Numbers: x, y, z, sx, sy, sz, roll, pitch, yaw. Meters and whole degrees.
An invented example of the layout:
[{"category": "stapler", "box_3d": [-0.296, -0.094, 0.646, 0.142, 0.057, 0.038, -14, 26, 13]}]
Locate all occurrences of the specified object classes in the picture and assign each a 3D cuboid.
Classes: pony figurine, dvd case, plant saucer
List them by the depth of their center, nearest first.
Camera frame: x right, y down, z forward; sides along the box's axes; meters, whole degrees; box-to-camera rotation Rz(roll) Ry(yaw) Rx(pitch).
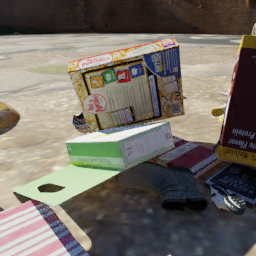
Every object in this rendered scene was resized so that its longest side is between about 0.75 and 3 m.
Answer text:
[{"category": "dvd case", "box_3d": [2.187, 1.015, 5.330, 1.253, 0.155, 0.942, -20, 29, -41]}, {"category": "pony figurine", "box_3d": [3.591, -0.794, 7.947, 2.216, 1.912, 2.296, -4, 24, 29]}, {"category": "plant saucer", "box_3d": [-4.514, -0.406, 8.458, 2.326, 0.412, 2.326, 0, 22, 0]}]

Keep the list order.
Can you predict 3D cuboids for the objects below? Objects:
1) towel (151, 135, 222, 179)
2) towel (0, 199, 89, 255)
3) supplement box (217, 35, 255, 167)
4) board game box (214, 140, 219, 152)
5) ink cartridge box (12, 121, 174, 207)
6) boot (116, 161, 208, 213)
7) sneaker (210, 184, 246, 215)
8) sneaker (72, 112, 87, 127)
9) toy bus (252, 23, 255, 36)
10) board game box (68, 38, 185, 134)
[{"category": "towel", "box_3d": [1.090, 0.553, 6.420, 1.836, 0.209, 1.322, 22, 28, 39]}, {"category": "towel", "box_3d": [-1.389, 1.667, 3.656, 1.356, 0.277, 1.853, -17, 31, -35]}, {"category": "supplement box", "box_3d": [2.972, -0.315, 5.216, 2.178, 2.208, 1.466, 11, 3, 16]}, {"category": "board game box", "box_3d": [2.883, 0.292, 7.036, 0.992, 0.222, 1.893, 15, 27, 27]}, {"category": "ink cartridge box", "box_3d": [-0.672, 0.513, 5.250, 2.598, 0.623, 1.891, -17, 8, -39]}, {"category": "boot", "box_3d": [0.552, 1.022, 4.829, 1.501, 0.508, 0.980, 2, 22, -3]}, {"category": "sneaker", "box_3d": [1.613, 1.204, 4.539, 0.298, 0.323, 0.808, -2, 14, -12]}, {"category": "sneaker", "box_3d": [-1.142, -0.319, 8.222, 1.027, 0.426, 0.364, -13, 27, -29]}, {"category": "toy bus", "box_3d": [5.038, -2.089, 9.899, 1.273, 2.464, 2.325, 3, 44, 8]}, {"category": "board game box", "box_3d": [0.044, -0.960, 7.025, 2.591, 1.963, 0.600, -13, 37, 0]}]
